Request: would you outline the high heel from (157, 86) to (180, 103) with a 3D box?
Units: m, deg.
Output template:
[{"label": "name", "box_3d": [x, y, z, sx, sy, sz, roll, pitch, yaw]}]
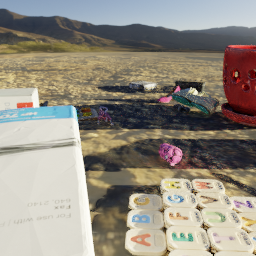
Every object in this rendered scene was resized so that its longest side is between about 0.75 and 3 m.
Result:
[{"label": "high heel", "box_3d": [1.879, -1.547, 12.899, 1.379, 0.662, 0.464, -12, 22, -31]}]

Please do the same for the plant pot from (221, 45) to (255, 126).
[{"label": "plant pot", "box_3d": [4.750, -1.517, 9.797, 2.848, 2.593, 2.848, -1, 18, 0]}]

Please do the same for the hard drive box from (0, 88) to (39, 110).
[{"label": "hard drive box", "box_3d": [-3.415, -0.161, 7.327, 2.086, 1.626, 0.801, -4, 19, -8]}]

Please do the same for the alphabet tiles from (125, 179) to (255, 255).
[{"label": "alphabet tiles", "box_3d": [1.218, 1.517, 4.631, 2.458, 0.183, 2.513, 1, 19, 3]}]

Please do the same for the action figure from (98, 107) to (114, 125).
[{"label": "action figure", "box_3d": [-0.761, -0.412, 9.738, 0.559, 0.622, 0.835, 5, 5, -5]}]

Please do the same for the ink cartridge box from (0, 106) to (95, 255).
[{"label": "ink cartridge box", "box_3d": [-0.966, 1.137, 2.765, 1.218, 2.078, 2.837, -3, 19, -10]}]

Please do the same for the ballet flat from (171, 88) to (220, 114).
[{"label": "ballet flat", "box_3d": [2.750, -1.208, 11.471, 0.836, 0.836, 2.407, -10, 26, -28]}]

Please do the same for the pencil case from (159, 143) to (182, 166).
[{"label": "pencil case", "box_3d": [0.987, 0.619, 6.745, 0.403, 0.416, 0.887, 4, 4, -5]}]

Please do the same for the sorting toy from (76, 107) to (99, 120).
[{"label": "sorting toy", "box_3d": [-1.794, -0.548, 10.625, 1.291, 0.235, 1.195, -4, 19, -13]}]

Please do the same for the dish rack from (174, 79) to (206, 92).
[{"label": "dish rack", "box_3d": [3.506, -2.448, 15.719, 1.628, 0.579, 2.122, 6, 19, 15]}]

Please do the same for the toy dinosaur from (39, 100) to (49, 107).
[{"label": "toy dinosaur", "box_3d": [-3.510, -0.307, 9.611, 1.287, 0.732, 2.423, -6, 17, 39]}]

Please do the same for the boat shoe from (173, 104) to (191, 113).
[{"label": "boat shoe", "box_3d": [2.125, -0.784, 11.264, 0.771, 0.280, 0.242, 19, 28, 35]}]

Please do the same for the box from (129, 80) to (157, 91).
[{"label": "box", "box_3d": [0.854, -2.437, 16.054, 1.036, 0.316, 1.308, -14, 23, -36]}]
